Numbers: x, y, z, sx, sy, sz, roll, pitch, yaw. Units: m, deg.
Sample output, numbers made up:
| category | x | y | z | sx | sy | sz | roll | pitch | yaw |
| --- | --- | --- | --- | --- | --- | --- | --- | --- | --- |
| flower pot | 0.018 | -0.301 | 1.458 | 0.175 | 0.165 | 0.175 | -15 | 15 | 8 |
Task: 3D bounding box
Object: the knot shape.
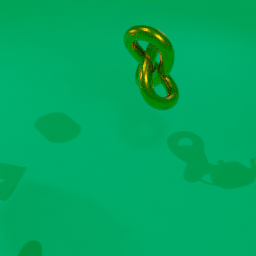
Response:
| category | x | y | z | sx | sy | sz | roll | pitch | yaw |
| --- | --- | --- | --- | --- | --- | --- | --- | --- | --- |
| knot shape | 0.409 | -1.176 | 4.969 | 0.717 | 1.452 | 1.552 | -18 | 53 | 3 |
